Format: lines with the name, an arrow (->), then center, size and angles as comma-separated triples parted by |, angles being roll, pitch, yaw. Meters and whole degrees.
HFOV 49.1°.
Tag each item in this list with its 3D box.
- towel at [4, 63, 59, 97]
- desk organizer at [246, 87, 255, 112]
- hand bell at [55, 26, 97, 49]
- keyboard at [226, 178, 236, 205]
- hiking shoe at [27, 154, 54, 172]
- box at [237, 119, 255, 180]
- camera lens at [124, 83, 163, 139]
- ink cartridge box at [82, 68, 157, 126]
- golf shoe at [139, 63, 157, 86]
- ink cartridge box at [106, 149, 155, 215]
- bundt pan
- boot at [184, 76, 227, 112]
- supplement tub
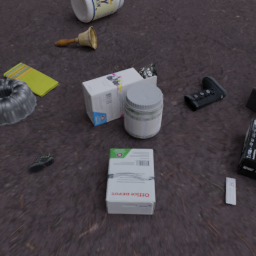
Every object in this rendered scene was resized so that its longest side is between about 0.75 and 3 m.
towel -> -4.346, -2.161, 12.507 | 2.527, 0.228, 1.088 | 28, 57, 24
desk organizer -> 5.987, -0.681, 10.518 | 1.034, 0.963, 2.686 | -28, 52, -27
hand bell -> -2.766, -4.515, 14.464 | 2.109, 1.098, 1.098 | -4, 44, 13
keyboard -> 3.128, 1.904, 8.513 | 0.275, 0.052, 0.975 | 5, 41, 16
hiking shoe -> -2.897, 1.142, 9.207 | 0.880, 0.333, 0.443 | -20, 40, -30
box -> 4.614, 0.795, 9.127 | 1.599, 0.841, 1.952 | 18, 48, 17
camera lens -> 0.530, -0.556, 9.872 | 1.336, 1.670, 1.336 | 0, 46, 0
ink cartridge box -> -0.284, -1.268, 10.674 | 2.638, 1.519, 0.895 | -20, 49, -18
golf shoe -> 0.854, -2.182, 12.308 | 0.792, 0.652, 1.676 | -7, 41, 14
ink cartridge box -> 0.084, 1.573, 8.407 | 1.380, 0.782, 1.883 | 2, 46, 2
bundt pan -> -4.851, -1.166, 11.054 | 2.302, 0.864, 2.302 | 0, 46, 0
boot -> 3.006, -1.449, 11.604 | 1.664, 0.546, 1.371 | -25, 49, -17
supplement tub -> -1.781, -7.559, 16.525 | 2.706, 1.962, 1.962 | -33, 54, -28
